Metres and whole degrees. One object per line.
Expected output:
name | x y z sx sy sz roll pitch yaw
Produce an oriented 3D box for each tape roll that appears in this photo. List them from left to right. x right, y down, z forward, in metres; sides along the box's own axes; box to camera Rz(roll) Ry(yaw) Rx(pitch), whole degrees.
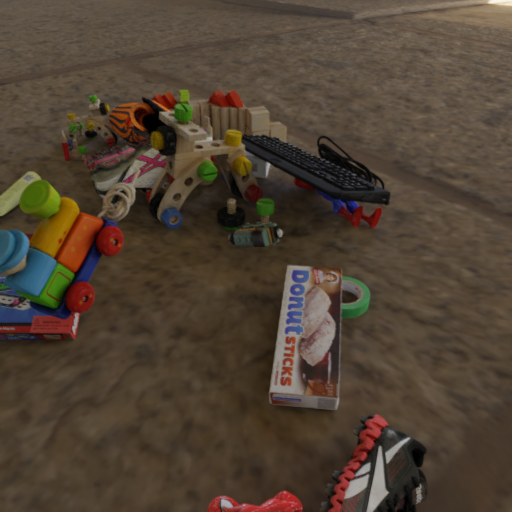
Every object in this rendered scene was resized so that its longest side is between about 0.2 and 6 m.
tape roll | 1.412 0.667 9.161 0.872 0.210 0.872 0 33 0

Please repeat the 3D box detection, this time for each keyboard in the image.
keyboard | 1.172 -2.067 11.531 2.011 0.766 3.864 0 26 -37

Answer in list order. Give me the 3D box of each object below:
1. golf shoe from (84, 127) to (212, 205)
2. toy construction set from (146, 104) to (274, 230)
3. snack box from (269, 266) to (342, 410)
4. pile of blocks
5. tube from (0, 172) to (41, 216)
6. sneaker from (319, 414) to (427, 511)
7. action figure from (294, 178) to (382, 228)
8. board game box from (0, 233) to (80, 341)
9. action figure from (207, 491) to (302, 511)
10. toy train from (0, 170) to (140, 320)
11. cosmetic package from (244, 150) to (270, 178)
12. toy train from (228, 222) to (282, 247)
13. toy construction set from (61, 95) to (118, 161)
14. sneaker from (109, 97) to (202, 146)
golf shoe | -2.166 -1.957 12.008 2.753 1.268 0.999 -23 19 -16
toy construction set | -1.080 -2.167 11.481 2.502 2.305 3.000 -4 34 -7
snack box | 0.783 1.092 8.228 0.908 0.307 2.525 3 40 8
pile of blocks | -1.127 -3.886 14.924 4.125 1.282 1.693 10 35 13
tube | -5.160 -1.250 11.893 0.404 0.452 1.556 38 38 -11
sneaker | 1.287 2.542 5.958 0.939 0.680 1.923 15 36 25
action figure | 1.555 -1.405 11.812 0.844 0.667 2.581 -5 30 -33
board game box | -4.446 0.447 8.760 3.463 0.337 1.782 0 58 0
action figure | 0.725 2.948 4.629 3.241 1.058 1.604 20 -3 29
toy train | -2.691 -0.578 7.986 1.121 1.532 2.648 12 68 28
cosmetic package | -0.015 -2.375 13.384 0.727 0.523 1.288 6 33 8
toy train | -0.027 -0.362 10.135 1.015 0.433 0.579 0 15 40
toy construction set | -4.345 -3.283 14.034 1.397 1.287 1.675 9 36 13
sneaker | -2.680 -3.300 13.489 3.086 1.197 1.729 20 -1 27
